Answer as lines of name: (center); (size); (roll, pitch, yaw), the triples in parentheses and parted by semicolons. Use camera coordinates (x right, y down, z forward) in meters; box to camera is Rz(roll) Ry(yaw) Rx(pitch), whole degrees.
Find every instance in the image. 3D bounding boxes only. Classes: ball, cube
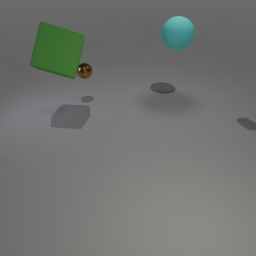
ball: (-1.917, -2.515, 12.375); (0.700, 0.700, 0.700); (0, 32, 0)
ball: (2.167, -4.104, 12.178); (1.400, 1.400, 1.400); (0, 32, 0)
cube: (-2.309, -2.523, 9.400); (1.400, 1.400, 1.400); (14, 5, -11)
